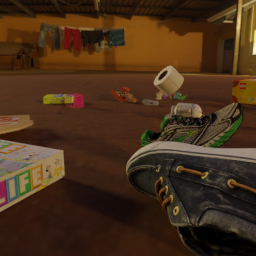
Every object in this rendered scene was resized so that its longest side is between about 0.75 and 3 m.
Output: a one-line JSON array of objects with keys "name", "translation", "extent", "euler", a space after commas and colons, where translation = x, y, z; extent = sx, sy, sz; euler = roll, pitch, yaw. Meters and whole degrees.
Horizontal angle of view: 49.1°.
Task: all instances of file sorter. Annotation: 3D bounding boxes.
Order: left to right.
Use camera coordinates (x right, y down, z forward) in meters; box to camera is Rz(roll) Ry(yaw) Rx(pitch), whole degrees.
[{"name": "file sorter", "translation": [-2.329, -1.158, 12.052], "extent": [0.498, 0.552, 0.794], "euler": [-13, 19, -36]}]

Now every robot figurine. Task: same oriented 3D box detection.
[{"name": "robot figurine", "translation": [1.935, -0.509, 9.121], "extent": [1.036, 0.585, 0.878], "euler": [7, -2, 26]}]

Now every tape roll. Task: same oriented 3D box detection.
[{"name": "tape roll", "translation": [1.963, -2.284, 13.546], "extent": [0.838, 1.220, 1.220], "euler": [39, -1, -21]}]

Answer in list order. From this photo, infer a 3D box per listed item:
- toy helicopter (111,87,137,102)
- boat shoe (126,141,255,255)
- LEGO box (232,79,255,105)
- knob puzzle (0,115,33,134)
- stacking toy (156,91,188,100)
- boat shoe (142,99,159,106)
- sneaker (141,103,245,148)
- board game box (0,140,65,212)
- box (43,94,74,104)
[{"name": "toy helicopter", "translation": [-0.160, -1.554, 13.749], "extent": [1.035, 0.617, 1.565], "euler": [-3, 23, -33]}, {"name": "boat shoe", "translation": [0.619, 0.761, 3.162], "extent": [2.355, 0.833, 1.069], "euler": [-7, 29, 47]}, {"name": "LEGO box", "translation": [6.624, -1.656, 12.933], "extent": [2.101, 1.089, 2.821], "euler": [-12, 17, -41]}, {"name": "knob puzzle", "translation": [-3.616, 0.024, 7.397], "extent": [2.363, 0.328, 2.363], "euler": [0, 13, 0]}, {"name": "stacking toy", "translation": [2.338, -1.748, 14.965], "extent": [1.621, 0.381, 1.222], "euler": [4, 14, 16]}, {"name": "boat shoe", "translation": [1.031, -1.155, 12.674], "extent": [0.766, 0.268, 0.254], "euler": [6, 8, 20]}, {"name": "sneaker", "translation": [0.955, 0.071, 4.470], "extent": [1.838, 0.783, 0.717], "euler": [-28, 5, 29]}, {"name": "board game box", "translation": [-2.709, 0.633, 4.395], "extent": [2.799, 0.479, 1.882], "euler": [6, 14, 25]}, {"name": "box", "translation": [-3.223, -1.399, 13.498], "extent": [1.521, 0.362, 0.927], "euler": [-2, 14, -5]}]
